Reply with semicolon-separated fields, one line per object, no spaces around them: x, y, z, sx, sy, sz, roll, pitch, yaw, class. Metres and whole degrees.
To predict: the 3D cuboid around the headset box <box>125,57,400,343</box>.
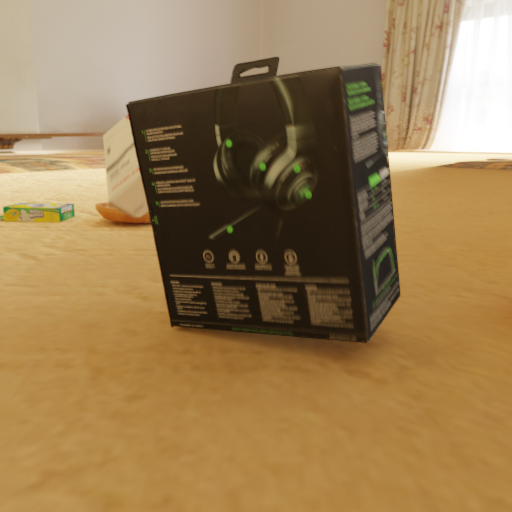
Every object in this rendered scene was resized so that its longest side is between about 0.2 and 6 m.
0.094;-0.518;4.771;1.912;2.196;1.019;-1;18;29;headset box

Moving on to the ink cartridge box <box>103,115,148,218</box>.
-1.543;-1.317;7.587;0.956;1.313;0.557;-32;-36;24;ink cartridge box

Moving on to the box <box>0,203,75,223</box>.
-4.426;-0.882;11.246;1.320;0.319;0.774;0;13;5;box

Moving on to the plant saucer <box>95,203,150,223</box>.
-2.352;-0.841;10.865;1.487;0.278;1.487;4;10;-1;plant saucer
